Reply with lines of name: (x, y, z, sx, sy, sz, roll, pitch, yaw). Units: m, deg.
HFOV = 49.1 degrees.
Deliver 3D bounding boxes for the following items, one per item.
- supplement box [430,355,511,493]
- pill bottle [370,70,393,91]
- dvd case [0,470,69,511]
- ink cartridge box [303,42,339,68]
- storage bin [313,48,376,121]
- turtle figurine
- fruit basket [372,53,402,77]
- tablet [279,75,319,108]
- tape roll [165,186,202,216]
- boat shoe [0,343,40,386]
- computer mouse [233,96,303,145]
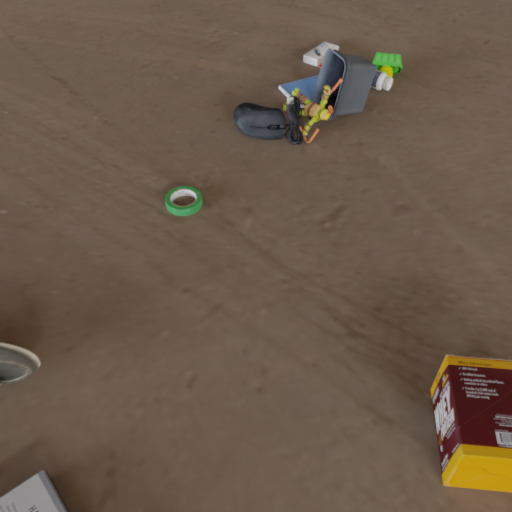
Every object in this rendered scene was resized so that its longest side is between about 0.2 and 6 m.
supplement box: (2.971, 2.065, 6.897, 1.313, 0.884, 1.331, 4, 47, 4)
pill bottle: (2.792, -4.121, 13.094, 0.737, 0.409, 0.409, 28, 52, 24)
dvd case: (-2.891, 3.592, 5.877, 2.229, 0.276, 1.675, -30, 53, -26)
ink cartridge box: (1.796, -5.013, 14.077, 0.833, 0.211, 0.945, 30, 54, 27)
storage bin: (1.916, -3.734, 12.162, 0.931, 1.387, 1.009, -8, 44, -25)
turtle figurine: (1.199, -3.151, 11.841, 1.168, 1.448, 0.466, 35, 14, 37)
fruit basket: (3.120, -4.463, 13.452, 0.780, 0.562, 0.780, 0, 90, 7)
tablet: (1.464, -3.898, 13.087, 1.633, 0.112, 1.063, -20, 49, -19)
tape roll: (-1.334, -1.014, 10.320, 0.672, 0.161, 0.672, -1, 46, 1)
boat shoe: (-4.039, 1.535, 7.491, 2.236, 0.748, 0.637, 4, 48, 7)
computer mouse: (0.168, -2.747, 11.467, 1.553, 1.075, 0.409, 10, 42, 23)
